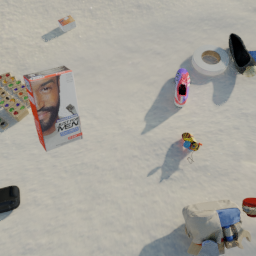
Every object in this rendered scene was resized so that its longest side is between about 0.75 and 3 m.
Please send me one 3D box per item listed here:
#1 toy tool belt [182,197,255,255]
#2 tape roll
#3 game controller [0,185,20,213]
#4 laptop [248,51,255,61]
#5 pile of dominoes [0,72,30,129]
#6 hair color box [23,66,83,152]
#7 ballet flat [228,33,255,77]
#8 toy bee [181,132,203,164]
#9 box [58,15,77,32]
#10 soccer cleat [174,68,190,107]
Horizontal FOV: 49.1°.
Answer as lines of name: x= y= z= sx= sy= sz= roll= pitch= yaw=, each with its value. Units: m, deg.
toy tool belt: x=3.206 y=3.315 z=9.352 sx=2.643 sy=1.650 sz=1.624 roll=-8 pitch=95 yaw=-1
tape roll: x=3.971 y=-3.304 z=13.518 sx=1.758 sy=0.321 sz=1.758 roll=0 pitch=61 yaw=1
game controller: x=-4.889 y=2.696 z=10.224 sx=1.850 sy=0.390 sz=0.965 roll=-13 pitch=47 yaw=-8
laptop: x=6.116 y=-3.146 z=13.307 sx=0.868 sy=0.537 sz=0.927 roll=-3 pitch=61 yaw=-1
pile of dominoes: x=-5.467 y=-1.419 z=12.400 sx=2.812 sy=0.448 sz=2.192 roll=37 pitch=67 yaw=18
hair color box: x=-2.146 y=-0.556 z=8.271 sx=1.250 sy=2.253 sz=0.720 roll=-21 pitch=34 yaw=-26
ballet flat: x=5.293 y=-3.408 z=13.211 sx=0.870 sy=0.744 sz=2.618 roll=-31 pitch=52 yaw=26
toy bee: x=2.612 y=0.662 z=11.102 sx=0.847 sy=0.703 sz=1.294 roll=2 pitch=59 yaw=-52
box: x=-3.186 y=-5.470 z=14.671 sx=0.760 sy=0.404 sz=0.579 roll=-31 pitch=65 yaw=-16
soccer cleat: x=2.453 y=-1.957 z=12.514 sx=0.709 sy=0.761 sz=2.079 roll=8 pitch=61 yaw=5
